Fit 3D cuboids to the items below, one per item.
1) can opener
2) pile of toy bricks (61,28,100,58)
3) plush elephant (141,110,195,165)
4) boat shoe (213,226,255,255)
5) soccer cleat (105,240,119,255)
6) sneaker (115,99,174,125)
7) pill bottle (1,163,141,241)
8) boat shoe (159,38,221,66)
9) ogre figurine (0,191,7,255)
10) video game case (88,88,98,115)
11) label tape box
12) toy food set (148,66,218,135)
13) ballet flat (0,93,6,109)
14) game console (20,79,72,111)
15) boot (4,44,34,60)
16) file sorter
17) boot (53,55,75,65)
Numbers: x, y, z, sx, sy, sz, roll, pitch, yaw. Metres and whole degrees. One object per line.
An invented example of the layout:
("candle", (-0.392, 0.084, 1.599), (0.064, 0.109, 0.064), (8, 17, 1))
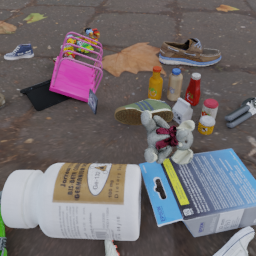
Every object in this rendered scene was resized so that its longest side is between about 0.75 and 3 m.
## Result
("can opener", (4.071, -0.552, 9.926), (1.930, 0.508, 0.642), (-28, 13, -30))
("pile of toy bricks", (-2.059, -3.975, 13.458), (2.070, 1.149, 1.022), (-27, 76, -36))
("plush elephant", (1.052, 0.267, 6.729), (1.126, 1.455, 1.198), (-9, 73, 18))
("boat shoe", (2.320, 2.777, 5.949), (1.560, 0.576, 0.665), (-28, 48, -25))
("soccer cleat", (-0.352, 2.882, 6.002), (0.423, 0.378, 1.092), (-17, 47, -15))
("sneaker", (0.530, -0.617, 9.816), (2.011, 0.674, 0.903), (0, 36, -3))
("pill bottle", (-1.180, 1.631, 6.389), (2.912, 1.665, 1.665), (0, 41, 4))
("boat shoe", (2.887, -3.473, 12.738), (2.849, 1.031, 1.029), (-2, 41, -3))
("ogre figurine", (-4.023, 2.173, 6.117), (2.961, 1.453, 1.775), (-7, 58, 14))
("video game case", (-1.243, -0.928, 9.907), (0.076, 0.796, 0.569), (-21, 59, -24))
("label tape box", (1.778, 1.600, 7.032), (2.672, 0.883, 1.914), (-9, 38, -7))
("toy food set", (2.068, -1.147, 9.858), (1.404, 1.323, 2.941), (-25, 47, -26))
("ballet flat", (-5.986, -1.058, 10.253), (2.898, 0.672, 0.976), (-1, 41, -1))
("game console", (-3.206, -1.349, 10.989), (1.568, 0.912, 1.379), (-28, 18, -29))
("boot", (-5.200, -3.634, 13.247), (1.350, 0.610, 0.491), (-11, 42, -12))
("file sorter", (-1.868, -2.420, 10.781), (1.661, 1.499, 2.390), (16, 37, -20))
("boot", (-2.844, -2.916, 12.560), (0.890, 0.433, 1.183), (-13, 39, -16))
